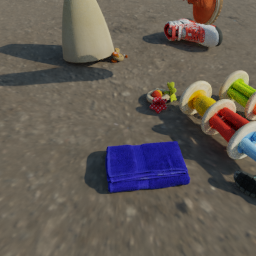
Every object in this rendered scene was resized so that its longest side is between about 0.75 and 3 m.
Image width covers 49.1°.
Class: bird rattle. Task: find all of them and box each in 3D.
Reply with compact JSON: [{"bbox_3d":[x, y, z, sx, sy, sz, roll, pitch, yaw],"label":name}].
[{"bbox_3d":[0.979,-0.910,8.578,0.896,0.619,1.099,23,56,42],"label":"bird rattle"}]

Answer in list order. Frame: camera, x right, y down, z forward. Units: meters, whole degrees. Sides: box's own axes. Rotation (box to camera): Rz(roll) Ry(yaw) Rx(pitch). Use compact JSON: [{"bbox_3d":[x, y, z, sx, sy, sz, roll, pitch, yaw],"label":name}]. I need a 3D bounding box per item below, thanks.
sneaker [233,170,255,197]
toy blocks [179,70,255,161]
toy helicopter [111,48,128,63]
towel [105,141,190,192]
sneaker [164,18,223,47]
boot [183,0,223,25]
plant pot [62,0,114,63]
[{"bbox_3d":[2.819,1.250,5.890,1.206,0.455,0.478,32,37,23],"label":"sneaker"},{"bbox_3d":[3.149,-0.226,7.122,2.494,1.087,2.993,-17,42,-19],"label":"toy blocks"},{"bbox_3d":[-0.353,-2.910,11.023,0.609,0.363,0.921,3,41,-12],"label":"toy helicopter"},{"bbox_3d":[0.397,0.787,6.366,1.811,0.449,1.337,-4,40,-5],"label":"towel"},{"bbox_3d":[2.632,-3.983,11.942,1.459,0.909,2.723,-17,39,-19],"label":"sneaker"},{"bbox_3d":[1.667,-3.695,7.234,1.560,2.909,1.091,-14,67,6],"label":"boot"},{"bbox_3d":[-1.667,-3.830,10.507,2.026,2.163,2.026,-5,32,3],"label":"plant pot"}]
